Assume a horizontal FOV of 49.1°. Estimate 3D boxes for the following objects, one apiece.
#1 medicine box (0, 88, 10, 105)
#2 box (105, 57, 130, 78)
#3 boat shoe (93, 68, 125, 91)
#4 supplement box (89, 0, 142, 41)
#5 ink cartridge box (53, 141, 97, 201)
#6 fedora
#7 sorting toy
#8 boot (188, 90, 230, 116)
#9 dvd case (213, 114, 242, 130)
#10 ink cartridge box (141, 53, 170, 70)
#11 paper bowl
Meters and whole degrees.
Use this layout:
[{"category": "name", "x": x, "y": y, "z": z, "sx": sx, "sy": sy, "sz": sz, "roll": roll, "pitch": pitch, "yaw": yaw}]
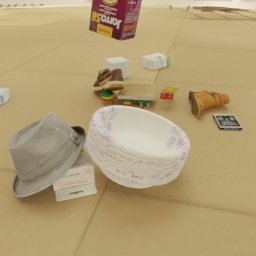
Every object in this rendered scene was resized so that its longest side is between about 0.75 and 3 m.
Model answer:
[{"category": "medicine box", "x": -5.217, "y": -1.272, "z": 11.165, "sx": 0.731, "sy": 0.413, "sz": 0.803, "roll": 0, "pitch": 30, "yaw": 0}, {"category": "box", "x": -0.538, "y": -2.942, "z": 13.721, "sx": 0.961, "sy": 0.823, "sz": 0.956, "roll": -14, "pitch": 32, "yaw": -24}, {"category": "boat shoe", "x": -0.800, "y": -1.943, "z": 11.220, "sx": 0.888, "sy": 0.886, "sz": 2.461, "roll": -3, "pitch": 5, "yaw": -21}, {"category": "supplement box", "x": -0.430, "y": -4.808, "z": 10.738, "sx": 1.586, "sy": 2.423, "sz": 1.250, "roll": 24, "pitch": 32, "yaw": 20}, {"category": "ink cartridge box", "x": -1.417, "y": 0.958, "z": 7.015, "sx": 0.999, "sy": 0.589, "sz": 1.735, "roll": -9, "pitch": 30, "yaw": -15}, {"category": "fedora", "x": -2.119, "y": 0.409, "z": 6.762, "sx": 2.094, "sy": 1.069, "sz": 2.367, "roll": -22, "pitch": 25, "yaw": 23}, {"category": "sorting toy", "x": 0.494, "y": -1.295, "z": 11.120, "sx": 2.943, "sy": 0.498, "sz": 1.419, "roll": 3, "pitch": 29, "yaw": 7}, {"category": "boot", "x": 3.068, "y": -0.933, "z": 10.422, "sx": 1.432, "sy": 0.707, "sz": 1.845, "roll": 4, "pitch": 21, "yaw": 3}, {"category": "dvd case", "x": 3.388, "y": -0.212, "z": 9.580, "sx": 0.745, "sy": 0.123, "sz": 0.992, "roll": 1, "pitch": 29, "yaw": 2}, {"category": "ink cartridge box", "x": 1.507, "y": -3.614, "z": 15.188, "sx": 1.304, "sy": 0.571, "sz": 0.948, "roll": -23, "pitch": 37, "yaw": -33}, {"category": "paper bowl", "x": 0.185, "y": 0.503, "z": 6.835, "sx": 2.411, "sy": 1.254, "sz": 2.411, "roll": 13, "pitch": 25, "yaw": -6}]
